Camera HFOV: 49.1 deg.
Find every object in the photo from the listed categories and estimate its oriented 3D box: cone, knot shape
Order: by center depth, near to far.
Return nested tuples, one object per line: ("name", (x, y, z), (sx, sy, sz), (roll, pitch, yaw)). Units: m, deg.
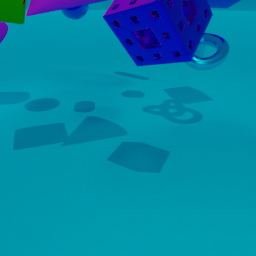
("cone", (-0.954, -2.239, 4.272), (1.633, 1.627, 1.627), (-48, 42, -11))
("knot shape", (1.623, -2.095, 6.856), (1.901, 0.878, 1.779), (-6, 47, -50))

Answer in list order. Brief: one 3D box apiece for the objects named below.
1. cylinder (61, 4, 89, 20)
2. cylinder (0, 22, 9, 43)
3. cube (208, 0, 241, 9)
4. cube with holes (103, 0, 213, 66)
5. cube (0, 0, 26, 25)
("cylinder", (-1.278, -2.954, 6.441), (0.700, 0.700, 0.700), (-2, 4, -3))
("cylinder", (-4.296, -2.875, 7.815), (1.291, 1.291, 1.291), (-19, 51, 25))
("cube", (2.407, -3.882, 7.119), (1.191, 1.191, 1.191), (-7, 2, -22))
("cube with holes", (0.422, -1.478, 3.686), (0.891, 0.891, 0.891), (6, 59, 42))
("cube", (-2.107, -2.349, 4.125), (1.080, 1.080, 1.080), (-1, 47, -27))
